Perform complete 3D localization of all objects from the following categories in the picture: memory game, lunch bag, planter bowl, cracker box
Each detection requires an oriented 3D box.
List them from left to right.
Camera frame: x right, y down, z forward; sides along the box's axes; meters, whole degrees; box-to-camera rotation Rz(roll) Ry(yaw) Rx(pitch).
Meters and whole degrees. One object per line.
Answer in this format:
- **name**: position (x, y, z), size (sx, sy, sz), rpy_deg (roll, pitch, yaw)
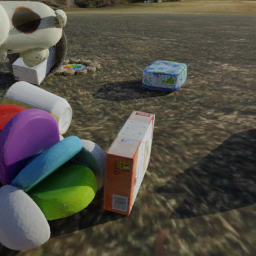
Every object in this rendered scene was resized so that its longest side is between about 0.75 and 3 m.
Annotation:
- **planter bowl**: position (-4.142, -3.675, 12.375), size (2.866, 2.866, 1.929), rpy_deg (-5, 18, -10)
- **memory game**: position (-2.769, -3.062, 13.848), size (2.716, 0.173, 2.716), rpy_deg (0, 27, 0)
- **cracker box**: position (0.067, 0.587, 5.477), size (0.529, 1.228, 1.834), rpy_deg (10, 29, 11)
- **lunch bag**: position (1.476, -2.124, 11.284), size (1.598, 0.820, 1.988), rpy_deg (11, 29, 17)

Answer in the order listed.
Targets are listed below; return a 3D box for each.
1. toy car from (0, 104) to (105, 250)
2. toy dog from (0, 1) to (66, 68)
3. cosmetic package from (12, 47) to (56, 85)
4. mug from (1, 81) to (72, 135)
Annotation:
- **toy car**: position (-1.677, 0.525, 4.752), size (2.511, 1.883, 2.197), rpy_deg (15, 33, 31)
- **toy dog**: position (-3.104, -2.502, 7.183), size (2.504, 1.802, 2.582), rpy_deg (5, 13, 30)
- **cosmetic package**: position (-3.922, -2.745, 11.891), size (1.094, 0.786, 1.938), rpy_deg (12, 43, 2)
- **mug**: position (-2.350, -0.218, 7.403), size (1.438, 1.752, 1.403), rpy_deg (15, -3, 10)
